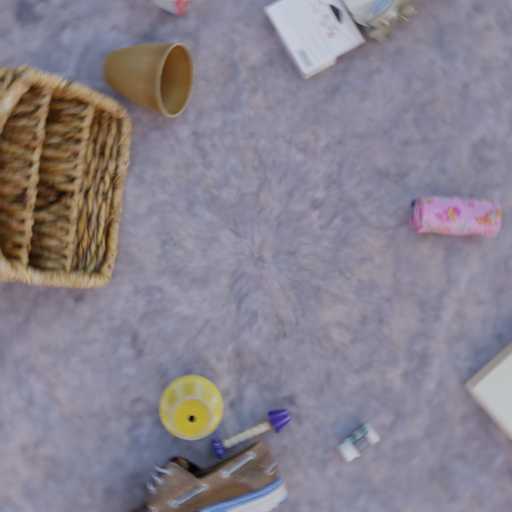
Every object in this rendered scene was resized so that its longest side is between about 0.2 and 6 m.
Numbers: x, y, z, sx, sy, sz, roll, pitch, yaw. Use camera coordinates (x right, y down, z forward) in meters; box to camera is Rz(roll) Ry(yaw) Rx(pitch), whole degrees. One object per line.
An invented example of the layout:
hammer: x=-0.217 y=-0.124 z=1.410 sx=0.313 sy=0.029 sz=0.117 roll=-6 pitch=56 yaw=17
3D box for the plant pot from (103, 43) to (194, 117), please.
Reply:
plant pot: x=-1.746 y=-2.832 z=8.731 sx=1.176 sy=1.096 sz=1.096 roll=17 pitch=86 yaw=16

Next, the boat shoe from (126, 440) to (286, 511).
boat shoe: x=-1.089 y=3.532 z=8.319 sx=2.919 sy=1.054 sz=1.056 roll=-15 pitch=81 yaw=-11

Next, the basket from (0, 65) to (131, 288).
basket: x=-3.187 y=-1.097 z=8.011 sx=2.196 sy=2.104 sz=2.948 roll=8 pitch=87 yaw=2

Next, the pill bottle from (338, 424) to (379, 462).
pill bottle: x=1.575 y=2.887 z=8.637 sx=0.569 sy=0.322 sz=0.322 roll=-37 pitch=87 yaw=-3

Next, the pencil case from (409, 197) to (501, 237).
pencil case: x=3.116 y=-0.611 z=8.771 sx=1.323 sy=0.579 sz=0.579 roll=3 pitch=86 yaw=0

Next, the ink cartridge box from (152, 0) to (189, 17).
ink cartridge box: x=-1.193 y=-4.669 z=8.824 sx=0.546 sy=0.967 sz=1.318 roll=27 pitch=85 yaw=3

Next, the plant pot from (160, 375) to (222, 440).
plant pot: x=-0.967 y=2.323 z=8.344 sx=0.952 sy=0.895 sz=0.952 roll=0 pitch=88 yaw=-6

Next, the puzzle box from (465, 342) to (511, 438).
puzzle box: x=5.053 y=2.517 z=8.620 sx=2.083 sy=0.398 sz=3.132 roll=-40 pitch=87 yaw=-3

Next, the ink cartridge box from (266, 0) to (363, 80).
ink cartridge box: x=0.939 y=-3.699 z=9.108 sx=1.110 sy=0.278 sz=1.279 roll=-29 pitch=87 yaw=-2

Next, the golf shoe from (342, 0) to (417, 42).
golf shoe: x=2.550 y=-4.830 z=8.816 sx=2.885 sy=1.129 sz=1.402 roll=-38 pitch=81 yaw=-4

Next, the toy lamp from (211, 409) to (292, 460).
toy lamp: x=-0.058 y=2.712 z=8.628 sx=1.261 sy=0.367 sz=0.367 roll=-24 pitch=86 yaw=-4
